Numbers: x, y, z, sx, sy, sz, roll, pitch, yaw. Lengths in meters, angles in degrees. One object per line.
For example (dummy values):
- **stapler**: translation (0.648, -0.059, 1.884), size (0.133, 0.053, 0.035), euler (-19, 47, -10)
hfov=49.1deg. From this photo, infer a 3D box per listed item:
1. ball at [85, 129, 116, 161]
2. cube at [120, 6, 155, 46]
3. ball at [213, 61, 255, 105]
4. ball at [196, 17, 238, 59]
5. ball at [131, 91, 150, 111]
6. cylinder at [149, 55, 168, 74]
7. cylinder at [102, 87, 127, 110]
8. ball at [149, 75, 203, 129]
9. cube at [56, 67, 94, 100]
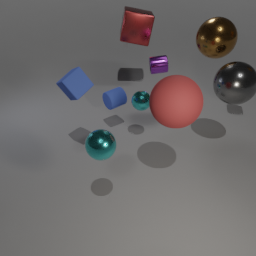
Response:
- **ball**: translation (-0.608, 0.377, 6.268), size (0.700, 0.700, 0.700), euler (0, 32, 0)
- **cube**: translation (0.406, -4.943, 13.580), size (1.400, 1.400, 1.400), euler (9, 31, -7)
- **ball**: translation (3.503, -1.457, 9.133), size (1.400, 1.400, 1.400), euler (0, 32, 0)
- **ball**: translation (3.095, -3.148, 9.814), size (1.400, 1.400, 1.400), euler (0, 32, 0)
- **ball**: translation (0.469, -0.951, 9.768), size (0.700, 0.700, 0.700), euler (0, 32, 0)
- **cylinder**: translation (1.256, -2.602, 11.519), size (0.700, 0.700, 0.700), euler (-7, 33, 1)
- **cylinder**: translation (-0.506, -1.131, 10.670), size (0.700, 0.700, 0.700), euler (-25, 40, -26)
- **ball**: translation (1.257, -0.685, 7.357), size (1.400, 1.400, 1.400), euler (0, 32, 0)
- **cube**: translation (-1.596, -1.316, 8.400), size (0.700, 0.700, 0.700), euler (-46, 23, -18)
